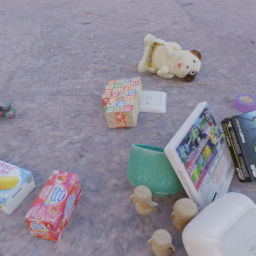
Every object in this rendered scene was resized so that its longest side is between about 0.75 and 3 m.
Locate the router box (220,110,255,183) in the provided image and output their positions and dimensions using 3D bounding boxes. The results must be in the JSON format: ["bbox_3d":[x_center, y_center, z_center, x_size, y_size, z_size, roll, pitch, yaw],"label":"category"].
[{"bbox_3d":[4.132,0.513,9.094,1.614,0.669,2.154,-14,83,-17],"label":"router box"}]

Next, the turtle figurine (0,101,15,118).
[{"bbox_3d":[-5.746,-0.676,11.413,1.995,1.004,1.494,-8,49,-35],"label":"turtle figurine"}]

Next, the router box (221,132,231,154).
[{"bbox_3d":[3.795,0.713,10.089,1.087,0.361,1.383,2,37,2],"label":"router box"}]

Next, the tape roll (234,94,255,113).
[{"bbox_3d":[5.241,-1.101,12.433,0.967,0.411,0.967,-1,37,0],"label":"tape roll"}]

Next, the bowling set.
[{"bbox_3d":[1.235,2.792,6.777,2.983,1.602,2.076,14,58,16],"label":"bowling set"}]

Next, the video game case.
[{"bbox_3d":[2.254,0.920,8.188,0.322,2.554,2.803,-16,19,41],"label":"video game case"}]

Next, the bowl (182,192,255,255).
[{"bbox_3d":[2.524,2.689,6.253,2.132,0.796,2.129,-26,84,-29],"label":"bowl"}]

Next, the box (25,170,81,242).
[{"bbox_3d":[-2.008,2.122,7.838,0.827,0.864,1.733,8,38,11],"label":"box"}]

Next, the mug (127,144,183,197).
[{"bbox_3d":[1.021,1.298,8.282,2.093,1.294,1.720,11,2,17],"label":"mug"}]

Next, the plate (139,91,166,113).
[{"bbox_3d":[0.916,-1.279,12.779,1.665,0.270,1.668,5,39,6],"label":"plate"}]

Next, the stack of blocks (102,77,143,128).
[{"bbox_3d":[-0.290,-1.124,11.923,1.504,0.765,2.612,-5,38,14],"label":"stack of blocks"}]

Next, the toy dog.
[{"bbox_3d":[2.325,-3.365,14.489,2.827,1.973,2.741,25,12,30],"label":"toy dog"}]

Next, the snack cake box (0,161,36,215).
[{"bbox_3d":[-4.115,1.653,8.570,2.138,0.718,1.229,15,41,18],"label":"snack cake box"}]
